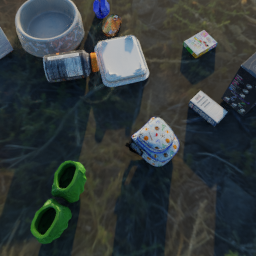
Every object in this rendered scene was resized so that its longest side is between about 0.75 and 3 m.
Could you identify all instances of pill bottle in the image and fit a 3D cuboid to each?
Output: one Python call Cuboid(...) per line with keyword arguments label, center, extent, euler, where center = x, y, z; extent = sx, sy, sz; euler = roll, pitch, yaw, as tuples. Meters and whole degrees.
Cuboid(label="pill bottle", center=(-2.119, -2.379, 10.686), extent=(1.969, 1.046, 1.046), euler=(-9, 67, -4))

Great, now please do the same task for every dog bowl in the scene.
Cuboid(label="dog bowl", center=(-3.278, -4.339, 11.658), extent=(2.901, 0.851, 2.901), euler=(0, 67, 1))

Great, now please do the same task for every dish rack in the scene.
Cuboid(label="dish rack", center=(-0.267, -2.795, 11.192), extent=(1.901, 0.482, 2.215), euler=(-13, 68, -6))

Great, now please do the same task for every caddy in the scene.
Cuboid(label="caddy", center=(-1.148, -5.227, 12.261), extent=(0.642, 0.476, 0.907), euler=(-12, 66, 20))

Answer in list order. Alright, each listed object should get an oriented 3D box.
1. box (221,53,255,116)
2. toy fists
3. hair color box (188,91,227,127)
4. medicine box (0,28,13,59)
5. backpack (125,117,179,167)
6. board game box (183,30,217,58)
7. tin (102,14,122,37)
Cuboid(label="box", center=(4.340, -1.563, 9.745), extent=(1.283, 2.099, 1.113), euler=(-40, 72, -16))
Cuboid(label="toy fists", center=(-2.047, 2.228, 8.549), extent=(0.876, 1.299, 2.548), euler=(15, 67, 16))
Cuboid(label="hair color box", center=(2.927, -0.717, 10.315), extent=(0.634, 0.384, 1.267), euler=(-42, 73, -16))
Cuboid(label="medicine box", center=(-5.451, -3.692, 11.036), extent=(1.317, 1.446, 0.744), euler=(42, 73, 16))
Cuboid(label="backpack", center=(0.971, 0.485, 9.422), extent=(1.547, 1.192, 1.474), euler=(-42, 83, -19))
Cuboid(label="board game box", center=(2.989, -3.486, 11.617), extent=(1.115, 0.225, 0.853), euler=(-31, 70, -13))
Cuboid(label="tin", center=(-0.685, -4.402, 12.028), extent=(0.640, 0.239, 1.144), euler=(20, 68, 4))
